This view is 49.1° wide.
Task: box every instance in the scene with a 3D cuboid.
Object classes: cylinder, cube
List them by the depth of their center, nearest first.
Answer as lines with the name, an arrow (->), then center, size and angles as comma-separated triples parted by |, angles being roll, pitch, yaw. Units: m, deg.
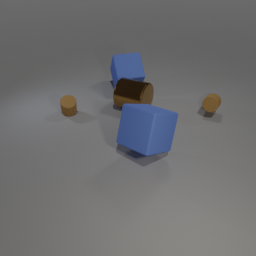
cube -> 0.657, 0.004, 9.579 | 1.400, 1.400, 1.400 | 21, 16, 38
cylinder -> 3.670, -1.109, 12.267 | 0.700, 0.700, 0.700 | 15, 24, 22
cylinder -> -2.631, -0.990, 12.409 | 0.700, 0.700, 0.700 | 4, 61, -6
cylinder -> 0.259, -1.487, 12.735 | 1.400, 1.400, 1.400 | 17, 36, 24
cube -> -0.050, -2.853, 14.364 | 1.400, 1.400, 1.400 | -9, 75, -12
